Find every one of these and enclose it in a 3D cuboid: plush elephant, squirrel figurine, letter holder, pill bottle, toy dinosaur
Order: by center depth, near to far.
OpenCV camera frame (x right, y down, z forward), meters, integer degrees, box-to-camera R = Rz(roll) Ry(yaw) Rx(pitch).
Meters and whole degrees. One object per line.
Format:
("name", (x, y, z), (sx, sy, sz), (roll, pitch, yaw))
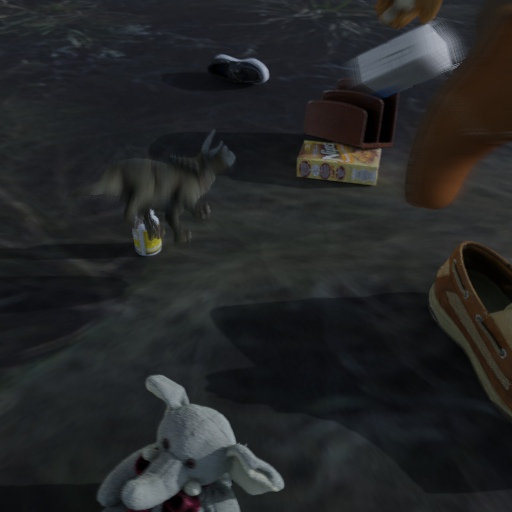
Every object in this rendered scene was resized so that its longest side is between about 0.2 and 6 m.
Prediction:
("plush elephant", (-0.637, 1.925, 4.730), (1.542, 1.450, 1.872), (23, 43, 28))
("toy dinosaur", (-1.015, -0.639, 5.466), (1.757, 0.676, 0.898), (-10, 61, -29))
("squirrel figurine", (1.975, -3.423, 7.114), (0.783, 1.106, 1.032), (30, 4, -3))
("pill bottle", (-1.660, -0.385, 8.445), (0.399, 0.713, 0.399), (0, 37, 0))
("letter holder", (1.831, -2.852, 10.939), (0.860, 1.216, 1.711), (-9, 24, -33))

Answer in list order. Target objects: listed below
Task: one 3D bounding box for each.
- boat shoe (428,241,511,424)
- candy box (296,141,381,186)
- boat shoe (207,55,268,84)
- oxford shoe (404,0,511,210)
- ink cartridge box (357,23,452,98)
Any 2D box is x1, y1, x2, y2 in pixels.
("boat shoe", (3.025, 0.932, 6.329), (1.154, 1.126, 3.050), (-14, 39, -17))
("candy box", (1.557, -1.761, 10.535), (1.477, 0.408, 0.852), (9, 36, 10))
("boat shoe", (-0.534, -4.739, 14.396), (1.855, 0.649, 0.615), (29, 57, 32))
("oxford shoe", (2.628, -1.574, 6.009), (1.201, 3.368, 1.200), (-33, 65, -34))
("ink cartridge box", (1.783, -2.315, 6.721), (0.903, 0.381, 0.659), (-16, -13, 35))
